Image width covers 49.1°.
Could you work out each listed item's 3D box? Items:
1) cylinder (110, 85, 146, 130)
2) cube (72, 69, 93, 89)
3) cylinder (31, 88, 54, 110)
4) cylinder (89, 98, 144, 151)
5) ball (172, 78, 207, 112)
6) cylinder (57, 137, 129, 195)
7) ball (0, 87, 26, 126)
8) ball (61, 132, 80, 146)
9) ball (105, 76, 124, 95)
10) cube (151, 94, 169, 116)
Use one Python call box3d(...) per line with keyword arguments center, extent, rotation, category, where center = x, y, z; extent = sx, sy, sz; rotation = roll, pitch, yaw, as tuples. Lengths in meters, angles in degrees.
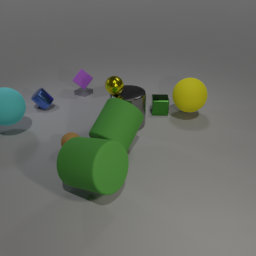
box3d(center=(0.002, -0.800, 11.105), extent=(1.400, 1.400, 1.400), rotation=(-1, 31, 0), category="cylinder")
box3d(center=(-2.165, -2.336, 13.383), extent=(0.700, 0.700, 0.700), rotation=(37, 2, -15), category="cube")
box3d(center=(-3.774, -1.294, 12.361), extent=(0.700, 0.700, 0.700), rotation=(-31, 33, 22), category="cylinder")
box3d(center=(-0.381, -0.057, 9.365), extent=(1.400, 1.400, 1.400), rotation=(18, 70, 27), category="cylinder")
box3d(center=(2.520, -1.342, 11.439), extent=(1.400, 1.400, 1.400), rotation=(0, 31, 0), category="ball")
box3d(center=(-0.935, 0.975, 7.523), extent=(1.400, 1.400, 1.400), rotation=(4, 28, 37), category="cylinder")
box3d(center=(-4.500, -0.784, 10.293), extent=(1.400, 1.400, 1.400), rotation=(0, 31, 0), category="ball")
box3d(center=(-1.964, 0.498, 9.680), extent=(0.700, 0.700, 0.700), rotation=(0, 31, 0), category="ball")
box3d(center=(-0.501, -1.573, 10.339), extent=(0.700, 0.700, 0.700), rotation=(0, 31, 0), category="ball")
box3d(center=(1.386, -1.002, 12.134), extent=(0.700, 0.700, 0.700), rotation=(1, 31, 1), category="cube")
